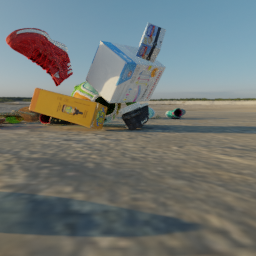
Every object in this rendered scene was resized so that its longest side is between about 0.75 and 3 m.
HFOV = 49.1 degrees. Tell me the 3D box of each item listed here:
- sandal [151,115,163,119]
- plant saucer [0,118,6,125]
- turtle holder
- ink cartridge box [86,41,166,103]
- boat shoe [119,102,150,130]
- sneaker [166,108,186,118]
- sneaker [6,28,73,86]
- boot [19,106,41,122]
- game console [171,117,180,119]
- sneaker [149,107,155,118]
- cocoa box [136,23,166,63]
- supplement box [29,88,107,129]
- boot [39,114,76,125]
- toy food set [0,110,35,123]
[{"bbox_3d":[1.894,-0.740,18.252,0.823,0.271,0.302,2,5,22],"label":"sandal"},{"bbox_3d":[-5.820,-0.205,10.705,2.128,0.341,2.128,0,4,0],"label":"plant saucer"},{"bbox_3d":[-0.982,-0.878,11.005,2.443,1.856,1.735,22,-1,-27],"label":"turtle holder"},{"bbox_3d":[0.041,-1.955,10.057,2.410,1.549,1.509,-8,44,-46],"label":"ink cartridge box"},{"bbox_3d":[0.354,-0.437,10.291,1.026,0.838,2.778,-21,1,8],"label":"boat shoe"},{"bbox_3d":[3.563,-1.061,19.396,1.689,0.706,1.020,-12,5,-30],"label":"sneaker"},{"bbox_3d":[-2.681,-2.270,9.317,1.021,1.505,2.605,-31,-13,27],"label":"sneaker"},{"bbox_3d":[-4.520,-0.671,14.909,2.243,0.788,1.640,4,0,22],"label":"boot"},{"bbox_3d":[2.981,-0.635,18.072,0.451,0.092,0.765,-1,4,-20],"label":"game console"},{"bbox_3d":[0.972,-1.019,18.186,2.151,0.855,1.404,3,7,30],"label":"sneaker"},{"bbox_3d":[0.663,-2.474,8.133,0.583,0.889,0.593,20,-29,-5],"label":"cocoa box"},{"bbox_3d":[-2.035,-0.657,9.519,2.569,0.855,0.884,16,-1,23],"label":"supplement box"},{"bbox_3d":[-2.525,-0.489,11.878,2.108,0.761,1.592,-4,4,32],"label":"boot"},{"bbox_3d":[-5.892,-0.409,13.312,2.516,0.505,1.737,-4,-4,16],"label":"toy food set"}]
